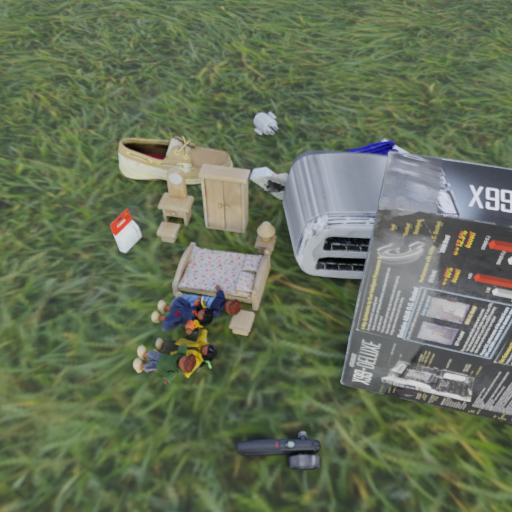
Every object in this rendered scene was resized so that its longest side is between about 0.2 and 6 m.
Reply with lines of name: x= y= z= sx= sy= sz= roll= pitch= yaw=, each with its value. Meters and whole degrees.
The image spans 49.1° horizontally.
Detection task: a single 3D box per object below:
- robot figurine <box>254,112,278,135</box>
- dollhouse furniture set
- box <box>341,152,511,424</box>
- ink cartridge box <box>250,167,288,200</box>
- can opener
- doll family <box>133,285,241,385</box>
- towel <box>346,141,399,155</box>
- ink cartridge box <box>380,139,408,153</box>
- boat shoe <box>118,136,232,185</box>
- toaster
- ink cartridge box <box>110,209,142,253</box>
robot figurine: x=0.227 y=-3.297 z=13.963 sx=0.620 sy=0.413 sz=0.730 roll=-48 pitch=56 yaw=3
dollhouse furniture set: x=-0.999 y=-0.258 z=10.353 sx=2.486 sy=1.423 sz=2.915 roll=8 pitch=47 yaw=9
box: x=3.000 y=0.730 z=7.528 sx=3.256 sy=4.129 sz=1.027 roll=11 pitch=50 yaw=11
ink cartridge box: x=0.578 y=-1.522 z=11.608 sx=1.168 sy=0.935 sz=0.276 roll=1 pitch=65 yaw=52
can opener: x=0.327 y=2.799 z=8.128 sx=1.253 sy=0.397 sz=0.493 roll=4 pitch=47 yaw=3
doll family: x=-1.047 y=1.235 z=9.248 sx=1.239 sy=0.841 sz=2.144 roll=-2 pitch=54 yaw=25
towel: x=1.845 y=-1.993 z=11.823 sx=2.228 sy=0.552 sz=1.645 roll=-12 pitch=14 yaw=10
ink cartridge box: x=3.003 y=-1.979 z=12.702 sx=1.313 sy=0.312 sz=1.329 roll=-36 pitch=54 yaw=-23
boat shoe: x=-1.839 y=-2.213 z=12.607 sx=2.603 sy=0.864 sz=0.963 roll=-1 pitch=46 yaw=-1
toaster: x=1.758 y=-0.765 z=10.515 sx=3.080 sy=1.750 sz=1.989 roll=3 pitch=48 yaw=-10
ink cartridge box: x=-2.565 y=-0.492 z=11.076 sx=0.163 sy=0.689 sz=0.552 roll=15 pitch=47 yaw=26
